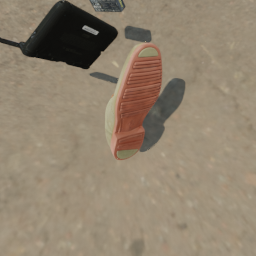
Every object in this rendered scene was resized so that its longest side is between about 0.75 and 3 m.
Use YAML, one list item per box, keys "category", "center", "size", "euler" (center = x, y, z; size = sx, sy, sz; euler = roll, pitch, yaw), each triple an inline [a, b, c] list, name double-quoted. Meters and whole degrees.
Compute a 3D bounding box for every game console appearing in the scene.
- category: "game console"
  center: [-1.430, -1.864, 5.549]
  size: [1.691, 1.922, 1.119]
  euler: [-42, 76, 23]

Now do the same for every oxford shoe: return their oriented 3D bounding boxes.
- category: "oxford shoe"
  center: [-0.076, -0.594, 6.033]
  size: [0.994, 2.810, 1.037]
  euler: [-8, 43, -31]

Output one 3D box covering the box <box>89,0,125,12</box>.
- category: "box"
  center: [-0.604, -3.309, 7.079]
  size: [0.934, 0.737, 0.238]
  euler: [16, 67, 34]
